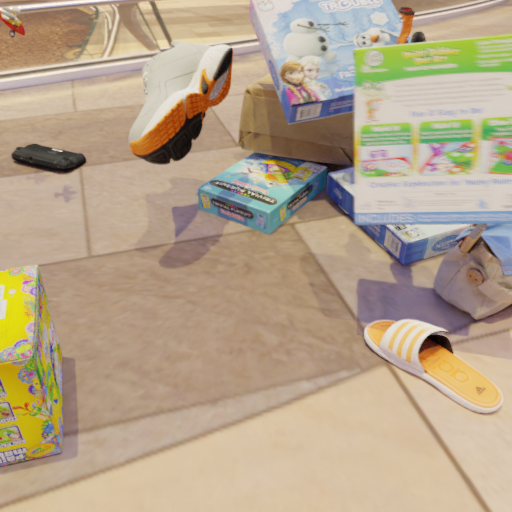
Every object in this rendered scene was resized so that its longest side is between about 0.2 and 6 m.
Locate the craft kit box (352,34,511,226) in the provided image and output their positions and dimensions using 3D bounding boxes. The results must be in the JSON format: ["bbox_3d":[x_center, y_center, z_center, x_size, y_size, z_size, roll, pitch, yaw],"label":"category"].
[{"bbox_3d":[2.749,-1.760,8.166,2.641,2.608,0.641,1,9,16],"label":"craft kit box"}]

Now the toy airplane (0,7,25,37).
[{"bbox_3d":[-5.074,-4.928,11.455,0.517,0.729,0.733,-39,80,6],"label":"toy airplane"}]

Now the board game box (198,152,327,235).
[{"bbox_3d":[0.201,-1.631,13.350,1.977,0.614,2.619,21,40,27],"label":"board game box"}]

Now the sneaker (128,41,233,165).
[{"bbox_3d":[-1.759,-3.095,11.030,1.594,1.312,3.465,18,49,13],"label":"sneaker"}]

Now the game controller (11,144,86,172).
[{"bbox_3d":[-5.586,-2.661,15.104,1.952,0.411,1.018,15,23,20],"label":"game controller"}]

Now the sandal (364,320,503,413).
[{"bbox_3d":[2.830,1.501,8.853,0.910,0.681,2.375,-29,44,-35],"label":"sandal"}]

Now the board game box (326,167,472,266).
[{"bbox_3d":[3.661,-1.231,12.622,3.030,0.660,3.045,-16,41,-19],"label":"board game box"}]

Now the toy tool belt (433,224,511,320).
[{"bbox_3d":[4.663,-0.215,10.277,2.981,1.832,1.862,-24,42,-30],"label":"toy tool belt"}]

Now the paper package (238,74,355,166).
[{"bbox_3d":[1.321,-3.626,14.682,2.987,1.621,3.134,11,24,6],"label":"paper package"}]

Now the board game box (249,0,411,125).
[{"bbox_3d":[1.760,-4.596,12.342,3.154,0.684,3.139,-13,66,-10],"label":"board game box"}]

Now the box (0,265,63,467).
[{"bbox_3d":[-3.458,1.508,7.791,1.196,1.889,1.961,-10,36,-13],"label":"box"}]

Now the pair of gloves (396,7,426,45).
[{"bbox_3d":[2.584,-2.916,9.982,0.345,2.489,2.794,3,36,4],"label":"pair of gloves"}]
